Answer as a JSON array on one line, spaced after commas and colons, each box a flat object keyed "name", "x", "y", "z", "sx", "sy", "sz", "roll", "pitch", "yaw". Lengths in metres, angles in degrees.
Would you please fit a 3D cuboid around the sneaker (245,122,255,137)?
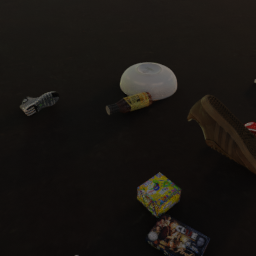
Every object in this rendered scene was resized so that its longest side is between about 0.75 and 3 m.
[{"name": "sneaker", "x": 4.673, "y": 0.068, "z": 9.812, "sx": 1.236, "sy": 0.484, "sz": 0.714, "roll": 14, "pitch": 42, "yaw": 15}]

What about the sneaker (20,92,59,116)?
[{"name": "sneaker", "x": -3.624, "y": -1.147, "z": 11.253, "sx": 0.923, "sy": 0.600, "sz": 1.598, "roll": 28, "pitch": 47, "yaw": 33}]

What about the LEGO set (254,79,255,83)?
[{"name": "LEGO set", "x": 6.150, "y": -1.897, "z": 12.091, "sx": 0.767, "sy": 0.713, "sz": 1.869, "roll": -13, "pitch": 39, "yaw": -16}]

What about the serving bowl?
[{"name": "serving bowl", "x": 0.920, "y": -2.254, "z": 12.428, "sx": 2.574, "sy": 0.847, "sz": 2.574, "roll": -1, "pitch": 39, "yaw": 0}]

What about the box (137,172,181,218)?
[{"name": "box", "x": 0.833, "y": 1.795, "z": 7.590, "sx": 0.854, "sy": 0.521, "sz": 0.823, "roll": -28, "pitch": 46, "yaw": -29}]

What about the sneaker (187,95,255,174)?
[{"name": "sneaker", "x": 3.116, "y": 0.344, "z": 8.812, "sx": 1.042, "sy": 1.118, "sz": 2.959, "roll": -28, "pitch": 78, "yaw": -47}]

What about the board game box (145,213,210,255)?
[{"name": "board game box", "x": 1.181, "y": 2.688, "z": 6.708, "sx": 1.281, "sy": 0.222, "sz": 0.868, "roll": 23, "pitch": 44, "yaw": 26}]

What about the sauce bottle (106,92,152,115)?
[{"name": "sauce bottle", "x": 0.048, "y": -0.933, "z": 10.975, "sx": 1.846, "sy": 0.609, "sz": 0.609, "roll": -20, "pitch": 43, "yaw": -23}]
